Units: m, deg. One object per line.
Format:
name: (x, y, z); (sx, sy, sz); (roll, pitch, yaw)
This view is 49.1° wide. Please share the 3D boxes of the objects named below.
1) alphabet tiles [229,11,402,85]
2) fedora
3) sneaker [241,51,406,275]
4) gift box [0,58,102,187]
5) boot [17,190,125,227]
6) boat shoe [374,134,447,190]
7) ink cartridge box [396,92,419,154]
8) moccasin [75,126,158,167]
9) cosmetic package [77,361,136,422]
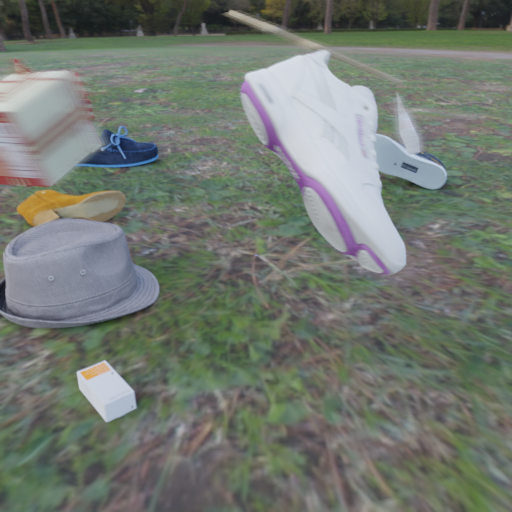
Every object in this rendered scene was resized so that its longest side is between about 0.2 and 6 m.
alphabet tiles: (1.090, -3.635, 9.830); (2.985, 0.095, 2.484); (6, 26, -37)
fedora: (-2.950, 0.132, 9.105); (2.628, 1.187, 2.324); (-7, 27, -13)
sneaker: (1.038, -1.182, 6.450); (1.452, 2.916, 1.092); (-29, -11, -9)
gift box: (-3.598, -2.205, 9.073); (1.562, 1.692, 1.580); (10, 44, 25)
boot: (-4.060, -1.177, 12.267); (2.020, 0.711, 1.446); (-27, 43, -33)
boat shoe: (3.790, -2.480, 14.548); (2.391, 0.846, 1.085); (29, 26, 7)
ink cartridge box: (2.757, -2.417, 10.171); (0.260, 0.912, 0.741); (-9, 44, 5)
moccasin: (-4.284, -3.099, 15.954); (2.911, 0.993, 1.171); (-3, 26, -7)
cosmetic package: (-1.871, 1.670, 6.971); (0.407, 0.286, 0.803); (-20, 33, -35)
